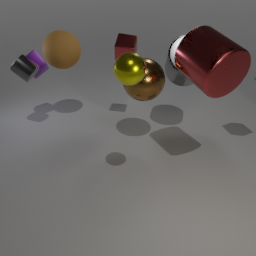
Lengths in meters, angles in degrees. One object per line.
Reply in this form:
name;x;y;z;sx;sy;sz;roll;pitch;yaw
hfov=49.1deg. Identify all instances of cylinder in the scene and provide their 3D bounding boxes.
cylinder;2.163;-1.724;7.300;1.400;1.400;1.400;-14;47;-24
cylinder;-3.595;-2.078;9.781;0.700;0.700;0.700;38;27;-13
cylinder;2.051;-2.327;9.858;1.400;1.400;1.400;1;-8;3

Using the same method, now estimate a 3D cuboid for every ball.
ball;0.038;-1.269;6.032;0.700;0.700;0.700;0;29;0
ball;0.514;-1.575;9.166;1.400;1.400;1.400;0;29;0
ball;-2.454;-2.901;10.412;1.400;1.400;1.400;0;29;0

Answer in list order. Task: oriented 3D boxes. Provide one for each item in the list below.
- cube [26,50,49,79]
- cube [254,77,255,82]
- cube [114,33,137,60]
cube;-3.561;-2.415;10.702;0.700;0.700;0.700;-41;2;-8
cube;4.659;-1.448;9.016;0.700;0.700;0.700;-37;36;11
cube;-0.071;-2.888;10.130;0.700;0.700;0.700;10;60;5
